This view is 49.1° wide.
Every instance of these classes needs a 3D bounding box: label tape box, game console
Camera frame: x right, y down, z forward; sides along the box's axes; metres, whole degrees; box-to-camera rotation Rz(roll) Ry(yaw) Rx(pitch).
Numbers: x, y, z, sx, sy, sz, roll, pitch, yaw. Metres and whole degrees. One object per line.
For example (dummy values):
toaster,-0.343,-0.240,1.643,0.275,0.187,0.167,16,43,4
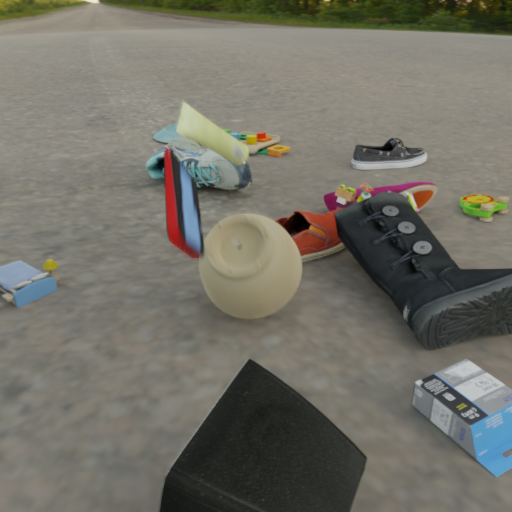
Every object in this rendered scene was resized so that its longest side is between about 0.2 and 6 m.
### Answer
label tape box,2.752,1.921,6.882,0.968,0.425,1.343,-15,31,-27
game console,-0.897,-0.611,7.128,0.202,1.152,1.302,-4,-11,6

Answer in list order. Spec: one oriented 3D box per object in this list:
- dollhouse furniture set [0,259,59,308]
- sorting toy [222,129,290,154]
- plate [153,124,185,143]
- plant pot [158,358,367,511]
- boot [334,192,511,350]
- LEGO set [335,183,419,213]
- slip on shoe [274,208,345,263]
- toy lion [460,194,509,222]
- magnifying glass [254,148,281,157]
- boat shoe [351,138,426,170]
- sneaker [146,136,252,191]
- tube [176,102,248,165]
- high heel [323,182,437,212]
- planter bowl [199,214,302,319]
dollhouse furniture set,-4.504,0.120,9.540,1.593,1.101,1.688,23,35,36
sorting toy,-0.257,-3.565,17.072,2.894,0.394,1.630,13,30,26
plate,-2.239,-4.019,18.060,2.155,0.275,2.155,-2,25,1
plant pot,0.092,2.267,5.201,1.443,1.627,1.623,23,33,14
boot,3.124,-0.009,9.552,2.673,1.064,3.243,-8,33,-14
LEGO set,2.561,-0.998,11.272,1.037,0.839,2.255,-17,49,-20
slip on shoe,1.022,-0.490,10.907,2.737,0.837,1.014,-19,34,-29
toy lion,5.116,-1.167,12.819,1.090,0.374,1.045,-23,28,-35
magnifying glass,0.291,-3.044,16.521,1.005,0.113,0.400,20,34,31
boat shoe,3.721,-2.899,15.554,2.263,0.750,0.791,-6,29,-11
sneaker,-1.460,-2.033,13.794,3.195,1.240,1.379,17,43,42
tube,-0.876,-2.373,11.165,1.691,0.439,0.490,25,26,-42
high heel,2.789,-1.393,12.564,2.493,0.840,1.198,-16,42,-20
planter bowl,-0.173,0.029,8.513,1.631,1.098,1.631,-4,69,10
